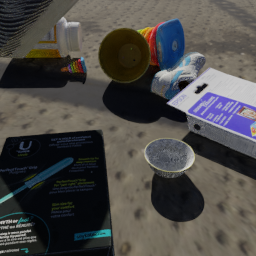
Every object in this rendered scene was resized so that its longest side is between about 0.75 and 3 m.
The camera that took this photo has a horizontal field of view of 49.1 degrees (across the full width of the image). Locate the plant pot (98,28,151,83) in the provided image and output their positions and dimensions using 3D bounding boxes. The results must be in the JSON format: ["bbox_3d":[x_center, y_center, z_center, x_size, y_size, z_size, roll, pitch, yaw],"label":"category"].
[{"bbox_3d":[-0.024,-2.446,9.510,1.713,1.713,1.216,6,15,8],"label":"plant pot"}]

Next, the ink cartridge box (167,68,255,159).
[{"bbox_3d":[2.844,-0.548,7.577,2.721,0.590,2.696,28,46,27],"label":"ink cartridge box"}]

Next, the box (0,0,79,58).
[{"bbox_3d":[-2.049,-2.836,6.071,1.195,2.910,0.995,57,26,4],"label":"box"}]

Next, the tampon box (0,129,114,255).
[{"bbox_3d":[-1.135,1.309,4.456,1.714,1.443,2.287,-4,37,-6],"label":"tampon box"}]

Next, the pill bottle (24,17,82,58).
[{"bbox_3d":[-3.214,-3.482,10.760,2.766,1.511,1.511,0,37,-1],"label":"pill bottle"}]

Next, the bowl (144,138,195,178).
[{"bbox_3d":[0.865,0.731,6.019,1.059,0.497,1.059,1,37,0],"label":"bowl"}]

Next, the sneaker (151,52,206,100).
[{"bbox_3d":[1.812,-1.595,8.873,0.975,0.924,2.415,34,55,28],"label":"sneaker"}]

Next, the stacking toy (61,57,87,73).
[{"bbox_3d":[-1.944,-2.141,9.932,0.891,0.489,0.517,-14,32,0],"label":"stacking toy"}]

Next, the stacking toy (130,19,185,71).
[{"bbox_3d":[0.546,-3.148,10.590,2.854,1.656,1.566,15,37,36],"label":"stacking toy"}]
